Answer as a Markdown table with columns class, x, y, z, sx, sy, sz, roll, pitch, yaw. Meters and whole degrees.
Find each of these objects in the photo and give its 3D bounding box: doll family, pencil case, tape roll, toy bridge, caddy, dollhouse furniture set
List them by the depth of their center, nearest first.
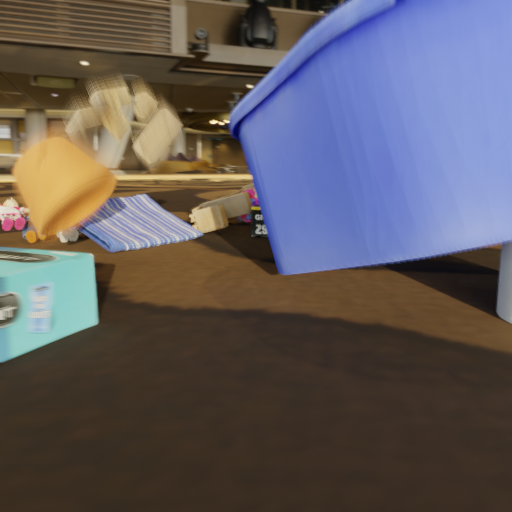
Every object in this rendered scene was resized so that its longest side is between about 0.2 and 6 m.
| class | x | y | z | sx | sy | sz | roll | pitch | yaw |
| --- | --- | --- | --- | --- | --- | --- | --- | --- | --- |
| tape roll | 3.015 | 0.126 | 5.173 | 1.433 | 0.984 | 1.433 | -1 | 9 | 0 |
| caddy | 1.911 | -1.536 | 6.174 | 3.781 | 2.807 | 5.348 | -12 | -1 | -22 |
| dollhouse furniture set | -2.392 | -2.336 | 10.192 | 1.256 | 1.320 | 1.076 | -44 | 0 | 31 |
| doll family | -3.963 | -0.634 | 10.519 | 1.819 | 0.820 | 1.129 | -6 | 29 | -22 |
| toy bridge | -0.741 | -1.131 | 13.108 | 1.270 | 0.514 | 3.777 | -13 | 11 | 19 |
| pencil case | 0.408 | -1.256 | 13.872 | 1.992 | 0.880 | 0.880 | -12 | 16 | -43 |

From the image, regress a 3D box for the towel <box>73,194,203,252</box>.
| class | x | y | z | sx | sy | sz | roll | pitch | yaw |
| --- | --- | --- | --- | --- | --- | --- | --- | --- | --- |
| towel | -2.280 | -0.664 | 10.154 | 1.689 | 0.278 | 2.333 | 32 | 24 | 25 |

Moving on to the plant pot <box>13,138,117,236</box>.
| class | x | y | z | sx | sy | sz | roll | pitch | yaw |
| --- | --- | --- | --- | --- | --- | --- | --- | --- | --- |
| plant pot | -2.710 | -1.022 | 7.750 | 1.275 | 0.892 | 1.275 | -39 | -2 | -1 |

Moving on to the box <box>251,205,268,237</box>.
| class | x | y | z | sx | sy | sz | roll | pitch | yaw |
| --- | --- | --- | --- | --- | --- | --- | --- | --- | --- |
| box | 1.277 | -0.824 | 11.762 | 2.143 | 0.662 | 2.684 | 4 | 10 | 16 |

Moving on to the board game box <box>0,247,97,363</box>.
| class | x | y | z | sx | sy | sz | roll | pitch | yaw |
| --- | --- | --- | --- | --- | --- | --- | --- | --- | --- |
| board game box | -3.046 | 0.451 | 4.115 | 2.261 | 0.703 | 2.995 | 4 | 10 | 21 |
